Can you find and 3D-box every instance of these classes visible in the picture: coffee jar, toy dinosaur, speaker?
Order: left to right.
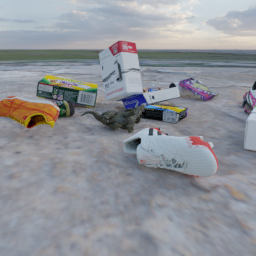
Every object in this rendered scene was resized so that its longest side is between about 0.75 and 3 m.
[{"bbox_3d":[-2.569,-0.646,9.917,1.290,0.550,0.673,-9,19,-29],"label":"coffee jar"},{"bbox_3d":[-0.355,-0.251,8.603,2.158,0.830,1.103,-10,7,-12],"label":"toy dinosaur"},{"bbox_3d":[2.934,-1.987,14.092,1.725,0.700,0.700,-9,19,-25],"label":"speaker"}]

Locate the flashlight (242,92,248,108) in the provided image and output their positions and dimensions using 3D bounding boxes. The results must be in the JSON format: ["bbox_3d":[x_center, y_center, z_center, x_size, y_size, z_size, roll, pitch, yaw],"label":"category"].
[{"bbox_3d":[5.132,-1.196,11.849,0.505,0.503,1.485,13,19,18],"label":"flashlight"}]

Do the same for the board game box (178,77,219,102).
[{"bbox_3d":[3.337,-1.854,13.280,0.999,0.269,1.664,-25,51,-34],"label":"board game box"}]

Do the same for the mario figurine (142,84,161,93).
[{"bbox_3d":[1.025,-1.771,13.513,1.202,0.637,0.742,0,17,-5],"label":"mario figurine"}]

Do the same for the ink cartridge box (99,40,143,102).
[{"bbox_3d":[-0.313,-2.218,11.236,0.854,2.061,1.513,-4,-7,-39],"label":"ink cartridge box"}]

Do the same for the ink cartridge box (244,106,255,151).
[{"bbox_3d":[3.886,0.022,7.262,1.392,0.804,1.913,9,19,28],"label":"ink cartridge box"}]

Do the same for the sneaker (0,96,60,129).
[{"bbox_3d":[-2.988,-0.411,7.935,2.077,0.758,0.801,3,60,18],"label":"sneaker"}]

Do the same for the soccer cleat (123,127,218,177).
[{"bbox_3d":[0.771,0.522,5.774,1.047,0.843,2.458,-18,19,-24],"label":"soccer cleat"}]

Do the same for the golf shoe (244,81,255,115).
[{"bbox_3d":[4.751,-0.880,9.457,1.018,1.291,2.804,1,18,-3],"label":"golf shoe"}]

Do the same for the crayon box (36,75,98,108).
[{"bbox_3d":[-2.527,-1.637,12.090,2.366,0.690,2.041,10,18,-9],"label":"crayon box"}]

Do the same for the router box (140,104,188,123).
[{"bbox_3d":[1.262,-0.544,9.904,1.400,0.358,1.044,10,20,31],"label":"router box"}]

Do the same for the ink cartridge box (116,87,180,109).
[{"bbox_3d":[0.815,-1.154,11.116,2.517,0.493,1.251,-14,2,-41],"label":"ink cartridge box"}]
